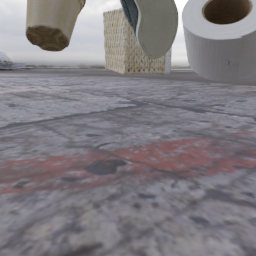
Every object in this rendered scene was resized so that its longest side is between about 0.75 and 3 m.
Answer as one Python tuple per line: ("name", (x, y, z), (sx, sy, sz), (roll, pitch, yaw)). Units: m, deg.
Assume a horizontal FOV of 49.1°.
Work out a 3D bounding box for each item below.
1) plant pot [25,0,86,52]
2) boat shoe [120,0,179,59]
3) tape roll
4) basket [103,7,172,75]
("plant pot", (-2.101, -3.077, 7.685), (1.739, 1.591, 1.739), (4, -19, 1))
("boat shoe", (0.338, -2.686, 5.889), (1.036, 2.845, 0.879), (-32, 55, 0))
("tape roll", (3.059, -3.000, 8.724), (2.602, 2.602, 1.787), (6, -28, 22))
("basket", (0.324, -3.469, 11.344), (2.079, 2.585, 2.561), (-9, 20, -21))
